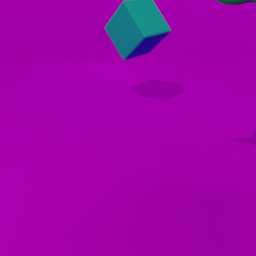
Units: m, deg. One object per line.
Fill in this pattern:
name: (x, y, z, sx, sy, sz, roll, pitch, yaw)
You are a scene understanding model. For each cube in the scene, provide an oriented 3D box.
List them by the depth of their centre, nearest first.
cube: (0.281, -2.946, 8.365, 1.202, 1.202, 1.202, -27, -4, -38)

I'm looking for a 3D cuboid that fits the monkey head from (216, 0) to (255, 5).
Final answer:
monkey head: (2.346, -2.032, 4.174, 1.988, 1.430, 1.198, 5, 24, 35)
